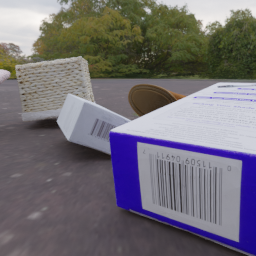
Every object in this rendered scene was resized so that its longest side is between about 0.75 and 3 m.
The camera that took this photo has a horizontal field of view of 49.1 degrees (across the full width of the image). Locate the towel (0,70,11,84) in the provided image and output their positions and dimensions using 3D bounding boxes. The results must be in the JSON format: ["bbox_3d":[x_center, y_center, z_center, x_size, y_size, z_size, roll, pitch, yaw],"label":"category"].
[{"bbox_3d":[-3.435,-1.081,5.958,1.583,0.267,1.657,-2,16,-15],"label":"towel"}]

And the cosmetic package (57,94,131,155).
[{"bbox_3d":[-0.695,-0.110,5.286,0.990,0.712,1.754,22,1,-21],"label":"cosmetic package"}]

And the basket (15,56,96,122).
[{"bbox_3d":[-1.916,-1.059,7.733,1.823,1.466,1.807,-9,9,-1],"label":"basket"}]

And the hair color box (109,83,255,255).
[{"bbox_3d":[1.344,0.123,3.456,1.624,0.963,2.972,9,23,37],"label":"hair color box"}]

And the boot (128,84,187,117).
[{"bbox_3d":[1.313,-0.519,7.143,2.415,0.890,1.869,24,19,12],"label":"boot"}]
